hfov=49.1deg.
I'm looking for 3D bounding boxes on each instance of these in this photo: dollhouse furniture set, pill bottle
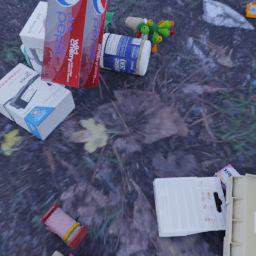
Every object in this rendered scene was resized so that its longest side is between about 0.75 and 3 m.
[{"bbox_3d":[-1.803,2.707,6.284,0.934,0.705,1.735,30,64,17],"label":"dollhouse furniture set"},{"bbox_3d":[-0.339,-2.443,9.145,2.016,1.118,1.118,13,60,7],"label":"pill bottle"}]

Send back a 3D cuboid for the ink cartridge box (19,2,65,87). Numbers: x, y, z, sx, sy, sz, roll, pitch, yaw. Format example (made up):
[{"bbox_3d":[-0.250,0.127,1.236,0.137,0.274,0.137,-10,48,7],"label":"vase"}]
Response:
[{"bbox_3d":[-2.328,-2.628,8.395,0.875,2.600,1.523,11,60,7],"label":"ink cartridge box"}]

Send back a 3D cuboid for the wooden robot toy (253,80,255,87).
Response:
[{"bbox_3d":[3.448,-0.695,5.618,1.003,2.277,1.033,-37,103,15],"label":"wooden robot toy"}]

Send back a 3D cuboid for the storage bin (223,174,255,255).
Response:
[{"bbox_3d":[3.207,2.264,6.240,2.089,0.986,2.104,9,68,6],"label":"storage bin"}]

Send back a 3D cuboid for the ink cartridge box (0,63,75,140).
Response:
[{"bbox_3d":[-2.867,-0.818,8.325,2.029,0.854,1.467,29,63,17],"label":"ink cartridge box"}]

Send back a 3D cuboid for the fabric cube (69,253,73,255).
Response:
[{"bbox_3d":[-1.037,3.520,5.451,1.343,1.318,1.339,35,63,20],"label":"fabric cube"}]

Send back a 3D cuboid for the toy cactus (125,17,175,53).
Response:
[{"bbox_3d":[0.680,-3.363,9.637,1.635,1.013,1.981,25,38,20],"label":"toy cactus"}]

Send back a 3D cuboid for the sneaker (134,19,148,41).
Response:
[{"bbox_3d":[0.482,-3.614,10.300,0.497,0.409,1.080,-2,58,4],"label":"sneaker"}]

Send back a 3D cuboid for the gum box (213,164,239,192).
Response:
[{"bbox_3d":[2.709,1.423,7.302,0.503,0.293,0.886,-31,64,-17],"label":"gum box"}]

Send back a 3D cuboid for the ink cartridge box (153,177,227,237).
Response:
[{"bbox_3d":[1.542,1.921,6.970,1.690,0.423,1.360,-1,59,-5],"label":"ink cartridge box"}]

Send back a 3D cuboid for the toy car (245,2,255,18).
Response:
[{"bbox_3d":[5.220,-4.468,10.759,1.427,0.475,0.700,24,62,15],"label":"toy car"}]

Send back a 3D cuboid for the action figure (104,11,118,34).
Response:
[{"bbox_3d":[-1.689,-3.962,10.352,2.404,0.657,1.420,21,62,20],"label":"action figure"}]

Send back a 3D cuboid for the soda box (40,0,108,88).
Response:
[{"bbox_3d":[-1.110,-2.410,6.137,1.029,2.940,0.932,14,15,18],"label":"soda box"}]

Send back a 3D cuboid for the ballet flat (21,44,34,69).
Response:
[{"bbox_3d":[-3.206,-2.941,9.747,0.890,0.851,2.528,-9,56,23],"label":"ballet flat"}]
